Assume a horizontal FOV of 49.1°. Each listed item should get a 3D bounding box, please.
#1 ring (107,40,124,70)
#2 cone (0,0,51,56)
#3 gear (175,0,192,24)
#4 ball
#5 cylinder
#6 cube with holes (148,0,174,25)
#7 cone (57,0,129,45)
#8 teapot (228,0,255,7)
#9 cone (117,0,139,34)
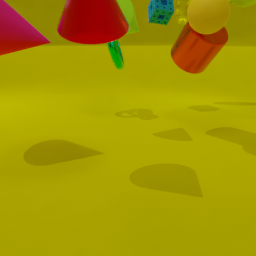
[{"bbox_3d":[-0.459,-2.760,9.733,0.305,1.523,1.523,-16,17,7],"label":"ring"},{"bbox_3d":[-2.524,-2.142,6.358,1.611,1.605,1.605,15,20,3],"label":"cone"},{"bbox_3d":[2.752,-4.708,11.106,1.714,1.714,0.317,3,0,9],"label":"gear"},{"bbox_3d":[1.830,-2.633,6.386,0.938,0.938,0.938,0,18,0],"label":"ball"},{"bbox_3d":[1.884,-2.241,7.510,1.136,1.136,1.136,9,59,-15],"label":"cylinder"},{"bbox_3d":[1.208,-4.395,10.373,0.733,0.733,0.733,4,-20,-13],"label":"cube with holes"},{"bbox_3d":[-0.639,-2.362,4.773,1.340,1.345,1.340,0,45,0],"label":"cone"},{"bbox_3d":[2.713,-3.289,6.448,1.494,0.731,0.929,-21,44,36],"label":"teapot"},{"bbox_3d":[0.013,-2.869,7.750,1.058,1.058,1.062,14,3,36],"label":"cone"}]
